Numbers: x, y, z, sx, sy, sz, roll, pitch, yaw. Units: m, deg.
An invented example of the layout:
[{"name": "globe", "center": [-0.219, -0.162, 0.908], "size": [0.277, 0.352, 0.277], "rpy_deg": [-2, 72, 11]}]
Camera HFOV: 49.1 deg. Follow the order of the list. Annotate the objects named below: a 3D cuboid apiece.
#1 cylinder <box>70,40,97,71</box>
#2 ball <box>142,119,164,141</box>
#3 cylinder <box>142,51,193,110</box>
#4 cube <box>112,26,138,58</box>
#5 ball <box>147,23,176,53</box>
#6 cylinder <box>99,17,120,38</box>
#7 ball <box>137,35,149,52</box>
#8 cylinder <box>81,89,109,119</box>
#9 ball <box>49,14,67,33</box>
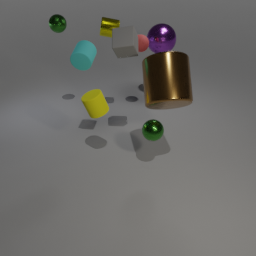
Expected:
[{"name": "cylinder", "center": [-1.428, -2.333, 9.009], "size": [0.700, 0.700, 0.700], "rpy_deg": [5, 50, 9]}, {"name": "ball", "center": [0.790, 0.073, 8.883], "size": [0.700, 0.700, 0.700], "rpy_deg": [0, 30, 0]}, {"name": "cylinder", "center": [1.155, -1.354, 8.288], "size": [1.400, 1.400, 1.400], "rpy_deg": [-4, -7, 0]}, {"name": "cube", "center": [-0.079, -2.721, 8.919], "size": [0.700, 0.700, 0.700], "rpy_deg": [-3, -15, 13]}, {"name": "ball", "center": [1.570, -4.179, 13.179], "size": [1.400, 1.400, 1.400], "rpy_deg": [0, 30, 0]}, {"name": "cylinder", "center": [-0.712, -3.878, 10.846], "size": [0.700, 0.700, 0.700], "rpy_deg": [7, 29, -10]}, {"name": "ball", "center": [0.522, -3.516, 11.636], "size": [0.700, 0.700, 0.700], "rpy_deg": [0, 30, 0]}, {"name": "cylinder", "center": [-1.058, -0.784, 9.060], "size": [0.700, 0.700, 0.700], "rpy_deg": [-17, 34, 12]}, {"name": "ball", "center": [-2.794, -4.150, 11.139], "size": [0.700, 0.700, 0.700], "rpy_deg": [0, 30, 0]}]
